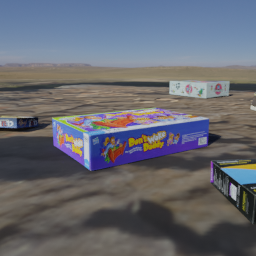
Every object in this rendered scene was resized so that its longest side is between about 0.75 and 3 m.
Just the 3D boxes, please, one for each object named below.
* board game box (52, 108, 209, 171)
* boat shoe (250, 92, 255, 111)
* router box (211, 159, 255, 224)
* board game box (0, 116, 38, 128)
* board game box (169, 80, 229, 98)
[{"bbox_3d":[0.054,0.095,6.323,2.949,0.660,1.983,-8,15,-33],"label":"board game box"},{"bbox_3d":[5.739,-0.932,10.839,0.896,0.742,2.494,-1,12,-13],"label":"boat shoe"},{"bbox_3d":[2.110,0.768,3.791,1.607,0.410,1.199,-2,12,-7],"label":"router box"},{"bbox_3d":[-3.667,-0.194,8.153,1.681,0.291,1.139,2,3,12],"label":"board game box"},{"bbox_3d":[4.450,-2.498,17.671,2.212,0.964,2.998,-10,16,-35],"label":"board game box"}]
